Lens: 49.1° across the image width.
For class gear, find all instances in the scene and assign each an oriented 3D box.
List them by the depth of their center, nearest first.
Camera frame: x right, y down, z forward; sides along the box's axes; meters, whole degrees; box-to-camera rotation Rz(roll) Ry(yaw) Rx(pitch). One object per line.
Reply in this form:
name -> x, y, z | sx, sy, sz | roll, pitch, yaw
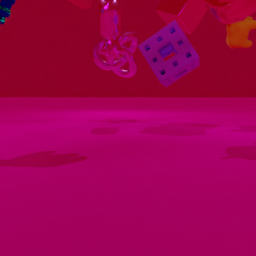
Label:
gear -> -3.471, -3.664, 7.722 | 0.290, 1.568, 1.568 | 11, -3, -43

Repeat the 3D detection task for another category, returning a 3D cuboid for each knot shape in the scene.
knot shape -> -0.508, -2.879, 11.016 | 1.799, 1.922, 0.888 | 2, 34, -12

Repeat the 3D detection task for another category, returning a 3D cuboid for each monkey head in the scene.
monkey head -> 2.307, -2.499, 5.605 | 1.904, 1.370, 1.147 | -13, -21, -50

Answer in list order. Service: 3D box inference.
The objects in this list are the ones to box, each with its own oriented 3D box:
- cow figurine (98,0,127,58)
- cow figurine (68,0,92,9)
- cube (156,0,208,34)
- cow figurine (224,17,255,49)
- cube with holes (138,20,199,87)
cow figurine -> -0.514, -2.926, 8.389 | 0.856, 1.560, 1.535 | -5, 48, -7
cow figurine -> -1.421, -2.918, 5.158 | 1.458, 0.813, 1.482 | 2, 38, -52
cube -> 1.964, -4.327, 10.192 | 1.153, 1.153, 1.153 | 37, 5, 40
cow figurine -> 3.343, -3.206, 8.896 | 1.406, 1.429, 0.784 | -2, 38, -6
cube with holes -> 1.215, -2.075, 8.115 | 1.202, 1.202, 1.202 | -32, -7, 13
